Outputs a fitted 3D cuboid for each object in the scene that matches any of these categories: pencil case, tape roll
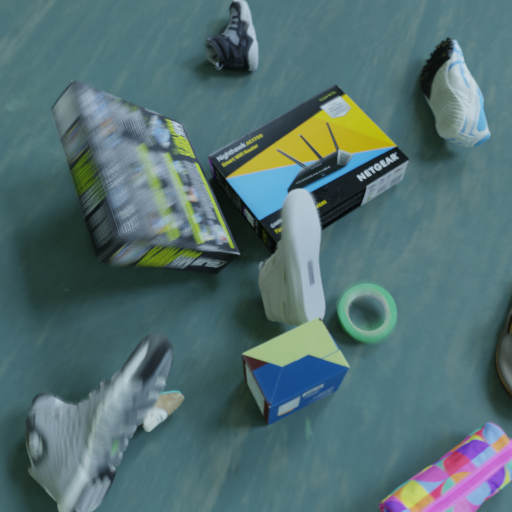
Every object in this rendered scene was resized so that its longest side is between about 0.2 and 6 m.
[{"bbox_3d":[2.861,3.376,8.107,2.240,0.990,0.990,-31,67,-16],"label":"pencil case"},{"bbox_3d":[1.894,0.970,9.583,0.973,0.234,0.973,-1,72,5],"label":"tape roll"}]

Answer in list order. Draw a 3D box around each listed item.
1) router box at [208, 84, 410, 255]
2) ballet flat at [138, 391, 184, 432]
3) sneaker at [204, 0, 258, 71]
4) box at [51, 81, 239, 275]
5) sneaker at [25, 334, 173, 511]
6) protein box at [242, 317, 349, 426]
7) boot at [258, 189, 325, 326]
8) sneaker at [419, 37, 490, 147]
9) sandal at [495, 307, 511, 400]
[{"bbox_3d":[0.973,-1.674,10.722,3.071,0.784,2.291,-32,68,-14],"label":"router box"},{"bbox_3d":[-1.860,2.548,8.737,1.554,0.548,0.507,-17,45,1],"label":"ballet flat"},{"bbox_3d":[-0.630,-4.886,12.388,1.100,0.729,1.933,-9,66,-7],"label":"sneaker"},{"bbox_3d":[-1.888,-1.273,9.680,0.712,2.575,3.215,-38,62,29],"label":"box"},{"bbox_3d":[-2.511,2.173,8.212,1.643,1.068,2.846,26,84,24],"label":"sneaker"},{"bbox_3d":[0.572,1.815,8.667,1.329,1.339,0.903,-24,66,-12],"label":"protein box"},{"bbox_3d":[0.452,0.064,9.277,1.079,0.831,2.258,-1,96,40],"label":"boot"},{"bbox_3d":[4.124,-3.370,11.615,1.028,1.020,2.837,18,54,-25],"label":"sneaker"},{"bbox_3d":[4.710,1.306,9.270,1.083,0.724,2.651,21,65,10],"label":"sandal"}]
